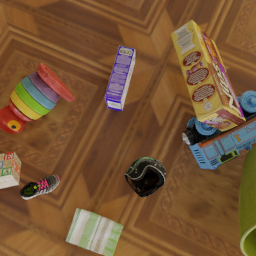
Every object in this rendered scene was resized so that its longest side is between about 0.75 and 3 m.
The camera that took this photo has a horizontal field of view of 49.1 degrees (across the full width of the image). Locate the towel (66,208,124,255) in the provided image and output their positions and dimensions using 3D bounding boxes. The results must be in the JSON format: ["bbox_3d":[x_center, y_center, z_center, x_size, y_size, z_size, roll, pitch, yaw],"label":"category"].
[{"bbox_3d":[-0.882,2.749,7.309,1.315,0.202,0.981,20,97,3],"label":"towel"}]

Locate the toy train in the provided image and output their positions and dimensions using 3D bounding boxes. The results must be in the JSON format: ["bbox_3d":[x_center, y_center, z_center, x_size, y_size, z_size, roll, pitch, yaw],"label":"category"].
[{"bbox_3d":[2.815,0.044,7.725,2.605,1.129,1.488,-26,87,-7],"label":"toy train"}]

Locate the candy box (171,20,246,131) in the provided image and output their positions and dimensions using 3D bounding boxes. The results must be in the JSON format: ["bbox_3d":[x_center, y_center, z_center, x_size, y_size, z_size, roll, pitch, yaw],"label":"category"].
[{"bbox_3d":[1.956,-1.253,6.918,0.696,1.438,2.465,-29,62,32],"label":"candy box"}]

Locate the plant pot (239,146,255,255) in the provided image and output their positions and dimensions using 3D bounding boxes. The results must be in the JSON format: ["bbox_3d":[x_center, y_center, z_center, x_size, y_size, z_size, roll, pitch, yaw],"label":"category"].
[{"bbox_3d":[3.565,1.543,6.522,2.282,2.282,2.439,6,41,2],"label":"plant pot"}]

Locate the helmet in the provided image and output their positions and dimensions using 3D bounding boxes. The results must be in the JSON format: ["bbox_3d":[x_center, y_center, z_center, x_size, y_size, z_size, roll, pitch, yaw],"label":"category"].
[{"bbox_3d":[0.488,1.212,7.282,0.942,0.988,0.988,-35,79,-17],"label":"helmet"}]

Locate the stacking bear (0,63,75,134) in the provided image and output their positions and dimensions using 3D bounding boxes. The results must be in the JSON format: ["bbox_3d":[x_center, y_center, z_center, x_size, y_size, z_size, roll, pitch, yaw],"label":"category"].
[{"bbox_3d":[-2.774,-0.688,7.859,2.108,1.280,1.199,-42,45,2],"label":"stacking bear"}]

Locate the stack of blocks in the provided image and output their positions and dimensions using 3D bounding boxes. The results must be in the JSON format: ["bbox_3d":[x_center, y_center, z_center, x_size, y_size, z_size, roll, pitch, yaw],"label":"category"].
[{"bbox_3d":[-3.864,1.340,7.443,1.797,0.526,1.035,-11,48,-3],"label":"stack of blocks"}]

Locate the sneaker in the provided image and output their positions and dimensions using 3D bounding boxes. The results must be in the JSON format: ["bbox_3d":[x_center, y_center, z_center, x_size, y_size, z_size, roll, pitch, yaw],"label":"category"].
[{"bbox_3d":[-2.423,1.606,7.609,1.131,0.495,0.417,-23,76,-5],"label":"sneaker"}]

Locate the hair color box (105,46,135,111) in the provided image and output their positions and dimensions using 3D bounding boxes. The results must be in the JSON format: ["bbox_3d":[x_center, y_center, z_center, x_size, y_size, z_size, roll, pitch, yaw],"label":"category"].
[{"bbox_3d":[-0.214,-1.424,8.136,0.528,0.890,1.628,15,77,4],"label":"hair color box"}]
